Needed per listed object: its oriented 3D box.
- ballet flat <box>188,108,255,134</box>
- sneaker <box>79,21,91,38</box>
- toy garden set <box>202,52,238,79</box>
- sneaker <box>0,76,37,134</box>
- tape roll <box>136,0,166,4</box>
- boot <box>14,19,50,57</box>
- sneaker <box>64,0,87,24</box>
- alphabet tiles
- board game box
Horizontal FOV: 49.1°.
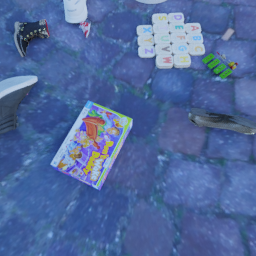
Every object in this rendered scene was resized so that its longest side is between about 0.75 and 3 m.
[{"bbox_3d":[3.149,-0.146,9.262,2.371,0.550,0.799,11,24,1],"label":"ballet flat"},{"bbox_3d":[-1.714,-3.862,10.948,0.423,0.268,0.752,14,57,-21],"label":"sneaker"},{"bbox_3d":[3.433,-2.367,10.401,0.892,0.213,1.070,-36,70,-13],"label":"toy garden set"},{"bbox_3d":[-3.922,-0.776,9.366,0.970,1.361,2.744,6,33,22],"label":"sneaker"},{"bbox_3d":[0.981,-6.538,11.465,2.330,1.600,2.330,0,66,0],"label":"tape roll"},{"bbox_3d":[-3.653,-3.500,10.699,1.228,0.597,1.631,-12,61,-4],"label":"boot"},{"bbox_3d":[-2.059,-5.639,11.257,1.095,1.280,2.939,-4,65,-1],"label":"sneaker"},{"bbox_3d":[1.641,-3.449,10.877,2.548,0.190,2.605,-2,66,-1],"label":"alphabet tiles"},{"bbox_3d":[-1.089,0.500,8.936,1.636,0.545,2.434,23,68,10],"label":"board game box"}]
